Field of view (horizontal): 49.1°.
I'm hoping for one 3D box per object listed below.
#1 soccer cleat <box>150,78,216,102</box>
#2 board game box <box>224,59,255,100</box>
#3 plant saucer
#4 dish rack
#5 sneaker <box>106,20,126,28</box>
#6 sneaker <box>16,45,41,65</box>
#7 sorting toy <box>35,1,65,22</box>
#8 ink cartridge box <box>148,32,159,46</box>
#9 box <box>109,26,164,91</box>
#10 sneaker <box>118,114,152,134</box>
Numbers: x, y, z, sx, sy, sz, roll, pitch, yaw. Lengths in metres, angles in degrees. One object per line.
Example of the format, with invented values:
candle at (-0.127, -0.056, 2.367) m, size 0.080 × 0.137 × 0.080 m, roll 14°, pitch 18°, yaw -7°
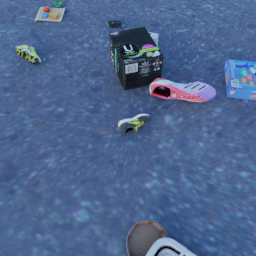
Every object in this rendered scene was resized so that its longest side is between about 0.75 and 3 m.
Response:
soccer cleat at (1.968, -1.289, 10.224) m, size 2.404 × 0.802 × 0.919 m, roll 12°, pitch 36°, yaw 10°
board game box at (5.081, -1.850, 10.952) m, size 2.387 × 0.537 × 1.816 m, roll 8°, pitch 50°, yaw 6°
plant saucer at (0.460, 2.854, 6.961) m, size 1.098 × 0.189 × 1.098 m, roll 5°, pitch 73°, yaw -17°
dish rack at (1.235, 3.961, 6.037) m, size 2.584 × 0.562 × 2.217 m, roll 28°, pitch 55°, yaw 22°
sneaker at (-0.593, -5.192, 13.971) m, size 0.970 × 0.355 × 0.397 m, roll 9°, pitch 33°, yaw 1°
sneaker at (-4.230, -3.263, 12.138) m, size 1.521 × 0.574 × 0.581 m, roll 35°, pitch 59°, yaw 24°
sorting toy at (-4.061, -6.240, 14.834) m, size 1.421 × 0.283 × 1.923 m, roll 0°, pitch 50°, yaw 0°
ink cartridge box at (0.721, -3.804, 12.404) m, size 1.158 × 0.855 × 0.496 m, roll 16°, pitch 52°, yaw 12°
box at (0.268, -2.821, 11.237) m, size 1.614 × 1.351 × 2.174 m, roll -13°, pitch 51°, yaw -11°
sneaker at (0.272, -0.106, 9.614) m, size 1.176 × 0.438 × 0.498 m, roll -17°, pitch 57°, yaw -3°
